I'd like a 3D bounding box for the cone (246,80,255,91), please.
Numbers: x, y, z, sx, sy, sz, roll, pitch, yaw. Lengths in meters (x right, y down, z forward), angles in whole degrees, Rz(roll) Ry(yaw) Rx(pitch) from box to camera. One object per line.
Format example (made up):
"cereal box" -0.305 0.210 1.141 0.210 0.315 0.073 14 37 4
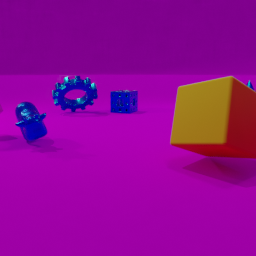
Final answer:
"cone" 3.200 -0.578 7.504 1.395 1.400 1.395 -1 14 0

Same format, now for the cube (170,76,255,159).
"cube" 1.566 -0.119 4.904 1.104 1.104 1.104 18 -14 -37

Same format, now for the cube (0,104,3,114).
"cube" -3.694 -0.545 6.992 0.715 0.715 0.715 -29 8 -39

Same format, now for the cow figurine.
"cow figurine" -2.255 -0.201 6.441 0.684 1.246 1.226 -23 -24 -20

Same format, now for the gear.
"gear" -2.033 -1.286 10.811 1.711 1.711 0.316 -4 55 -19

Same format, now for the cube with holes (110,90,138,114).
"cube with holes" -0.147 -1.072 11.327 0.847 0.847 0.847 5 13 23
